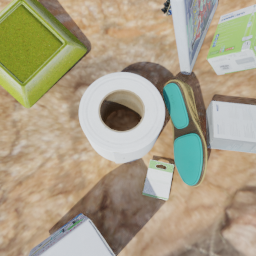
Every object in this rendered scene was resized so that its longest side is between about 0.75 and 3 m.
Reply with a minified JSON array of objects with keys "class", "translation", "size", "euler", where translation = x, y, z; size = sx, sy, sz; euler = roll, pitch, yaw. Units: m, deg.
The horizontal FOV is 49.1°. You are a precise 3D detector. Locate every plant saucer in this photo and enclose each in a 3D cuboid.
[{"class":"plant saucer","translation":[-2.927,-2.326,7.922],"size":[2.564,0.614,2.560],"euler":[43,83,-3]}]

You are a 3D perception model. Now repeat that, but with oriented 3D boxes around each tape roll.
[{"class":"tape roll","translation":[-0.144,-0.220,7.289],"size":[2.079,1.427,2.079],"euler":[0,73,0]}]

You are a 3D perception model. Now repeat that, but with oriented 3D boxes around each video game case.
[{"class":"video game case","translation":[1.874,-3.313,7.375],"size":[0.344,2.991,2.725],"euler":[18,74,22]}]

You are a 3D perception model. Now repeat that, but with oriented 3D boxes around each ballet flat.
[{"class":"ballet flat","translation":[1.619,0.082,7.242],"size":[0.952,0.874,2.773],"euler":[-13,86,41]}]

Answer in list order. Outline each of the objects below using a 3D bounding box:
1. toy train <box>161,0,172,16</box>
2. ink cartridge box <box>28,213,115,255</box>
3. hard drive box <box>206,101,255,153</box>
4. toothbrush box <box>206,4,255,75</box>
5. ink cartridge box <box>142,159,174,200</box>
[{"class":"toy train","translation":[1.385,-3.889,8.053],"size":[0.455,1.986,0.339],"euler":[22,76,-3]},{"class":"ink cartridge box","translation":[-1.105,2.880,5.897],"size":[1.481,2.019,1.474],"euler":[-33,86,-20]},{"class":"hard drive box","translation":[2.949,-0.027,7.545],"size":[1.541,0.592,1.201],"euler":[7,61,2]},{"class":"toothbrush box","translation":[3.128,-2.466,7.816],"size":[1.289,0.762,1.770],"euler":[-3,57,46]},{"class":"ink cartridge box","translation":[0.811,1.381,7.462],"size":[0.686,0.226,0.942],"euler":[12,74,5]}]
